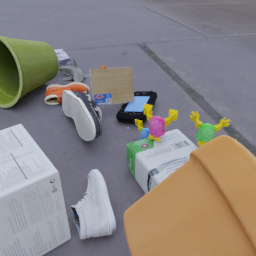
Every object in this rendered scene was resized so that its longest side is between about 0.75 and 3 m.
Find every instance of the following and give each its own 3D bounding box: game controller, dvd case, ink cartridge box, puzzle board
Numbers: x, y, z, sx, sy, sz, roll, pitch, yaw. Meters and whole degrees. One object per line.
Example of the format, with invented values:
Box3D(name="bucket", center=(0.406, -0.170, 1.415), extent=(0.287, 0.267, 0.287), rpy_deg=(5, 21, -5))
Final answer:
Box3D(name="game controller", center=(0.329, -0.764, 9.592), extent=(1.056, 0.426, 2.025), rpy_deg=(10, 34, 14))
Box3D(name="dvd case", center=(-3.744, -3.335, 13.609), extent=(1.721, 0.185, 2.315), rpy_deg=(-15, 37, -21))
Box3D(name="ink cartridge box", center=(1.076, 1.052, 6.500), extent=(1.523, 0.863, 2.078), rpy_deg=(-14, 37, -20))
Box3D(name="puzzle board", center=(-0.493, -1.365, 9.139), extent=(1.557, 1.173, 0.135), rpy_deg=(-11, 12, -32))

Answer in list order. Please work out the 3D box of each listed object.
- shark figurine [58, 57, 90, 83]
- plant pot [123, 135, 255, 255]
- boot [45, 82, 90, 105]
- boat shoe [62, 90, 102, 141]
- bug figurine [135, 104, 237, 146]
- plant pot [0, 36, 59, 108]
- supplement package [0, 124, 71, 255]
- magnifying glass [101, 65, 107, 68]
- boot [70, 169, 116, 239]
Box3D(name="shark figurine", center=(-2.527, -2.573, 11.885), extent=(2.199, 0.918, 1.314), rpy_deg=(22, 39, 27))
Box3D(name="plant pot", center=(1.153, 1.707, 4.123), extent=(1.903, 2.719, 2.719), rpy_deg=(-24, 36, 2))
Box3D(name="boot", center=(-2.202, -1.189, 10.145), extent=(1.640, 0.615, 0.879), rpy_deg=(-5, 39, 5))
Box3D(name="boat shoe", center=(-1.269, -0.473, 8.539), extent=(0.873, 1.069, 2.894), rpy_deg=(-5, 21, -26))
Box3D(name="bug figurine", center=(1.311, 0.231, 6.985), extent=(2.674, 2.074, 0.688), rpy_deg=(12, 69, 15))
Box3D(name="plant pot", center=(-3.883, -2.282, 10.283), extent=(2.530, 2.530, 2.403), rpy_deg=(18, 28, 24))
Box3D(name="supplement package", center=(-2.623, 1.449, 5.009), extent=(2.454, 1.862, 1.848), rpy_deg=(-23, 40, -30))
Box3D(name="magnifying glass", center=(-0.776, -2.195, 11.109), extent=(0.494, 1.242, 0.139), rpy_deg=(-31, 74, 8))
Box3D(name="boot", center=(-0.835, 1.543, 5.920), extent=(0.775, 0.597, 1.622), rpy_deg=(-4, 38, -20))
